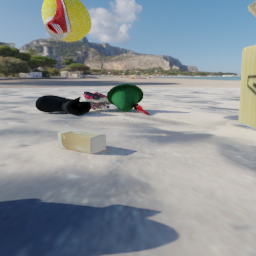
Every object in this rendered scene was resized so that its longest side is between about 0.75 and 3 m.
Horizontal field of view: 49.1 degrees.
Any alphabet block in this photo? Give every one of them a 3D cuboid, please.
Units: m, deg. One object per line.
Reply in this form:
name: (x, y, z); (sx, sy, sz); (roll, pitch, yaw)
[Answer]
alphabet block: (4.205, -1.016, 7.014); (2.101, 2.151, 2.112); (0, 9, -5)

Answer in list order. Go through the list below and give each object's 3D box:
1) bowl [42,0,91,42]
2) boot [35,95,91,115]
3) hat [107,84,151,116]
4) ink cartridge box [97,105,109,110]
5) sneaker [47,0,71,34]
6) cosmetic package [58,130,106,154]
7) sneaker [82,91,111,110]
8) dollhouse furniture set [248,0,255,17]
bowl: (-2.252, -3.579, 9.493); (1.799, 1.799, 0.968); (7, 54, 33)
boot: (-2.425, -0.871, 10.455); (1.805, 0.689, 1.516); (2, 4, -26)
hat: (-0.057, -0.712, 11.160); (1.529, 1.625, 1.846); (-1, -28, -5)
ink cartridge box: (-1.273, -0.931, 12.443); (0.827, 0.162, 0.411); (4, 11, 29)
sneaker: (-1.709, -2.675, 6.674); (0.527, 0.911, 0.357); (-16, -12, -16)
cosmetic package: (-0.865, 0.241, 5.221); (0.844, 0.300, 0.444); (6, 12, 32)
sneaker: (-1.360, -1.132, 12.024); (0.773, 0.716, 1.917); (26, 15, 26)
dollhouse furniture set: (3.491, -2.794, 6.724); (0.925, 1.306, 1.421); (-41, -15, 19)
